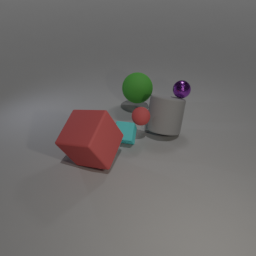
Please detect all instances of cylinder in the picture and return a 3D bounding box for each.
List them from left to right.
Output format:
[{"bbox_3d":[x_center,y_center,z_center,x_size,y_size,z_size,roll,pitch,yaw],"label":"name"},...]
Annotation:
[{"bbox_3d":[1.494,-0.544,11.169,1.400,1.400,1.400,8,12,-2],"label":"cylinder"}]

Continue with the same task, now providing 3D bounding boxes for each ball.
[{"bbox_3d":[0.430,-1.828,12.801,1.400,1.400,1.400,0,30,0],"label":"ball"},{"bbox_3d":[0.483,-0.440,10.494,0.700,0.700,0.700,0,30,0],"label":"ball"},{"bbox_3d":[2.103,-1.513,10.957,0.700,0.700,0.700,0,30,0],"label":"ball"}]

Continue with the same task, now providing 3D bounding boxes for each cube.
[{"bbox_3d":[-1.219,0.362,9.201,1.400,1.400,1.400,3,55,31],"label":"cube"},{"bbox_3d":[-0.093,0.187,10.655,0.700,0.700,0.700,6,-13,11],"label":"cube"}]
